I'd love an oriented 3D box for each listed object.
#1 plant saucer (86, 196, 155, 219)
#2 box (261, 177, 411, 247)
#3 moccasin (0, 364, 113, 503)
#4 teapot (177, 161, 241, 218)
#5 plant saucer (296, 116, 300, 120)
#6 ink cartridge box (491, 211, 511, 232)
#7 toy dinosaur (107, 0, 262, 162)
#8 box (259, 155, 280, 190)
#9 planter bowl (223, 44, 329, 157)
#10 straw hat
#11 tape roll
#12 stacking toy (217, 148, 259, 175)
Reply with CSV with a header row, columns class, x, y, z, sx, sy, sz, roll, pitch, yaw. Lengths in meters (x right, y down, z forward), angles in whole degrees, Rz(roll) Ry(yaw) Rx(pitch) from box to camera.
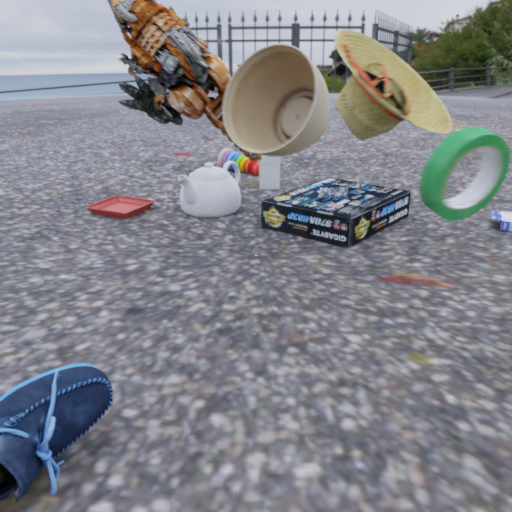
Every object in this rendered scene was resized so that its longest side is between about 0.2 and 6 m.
class,x,y,z,sx,sy,sz,roll,pitch,yaw
plant saucer,-3.514,-1.256,14.593,1.291,0.237,1.294,10,24,23
box,1.993,-1.165,13.663,2.453,0.710,3.086,16,26,35
moccasin,-2.373,2.007,5.289,0.874,1.032,2.564,15,39,43
teapot,-1.174,-1.800,14.569,1.708,1.264,1.731,-3,20,-8
plant saucer,0.383,-3.063,12.071,1.156,1.156,0.290,8,34,19
ink cartridge box,6.312,-0.780,13.270,1.439,0.302,0.859,11,23,18
toy dinosaur,-1.605,-3.793,12.320,2.374,4.648,3.155,-29,25,-16
box,0.400,-2.721,16.930,0.628,1.288,0.801,0,21,0
planter bowl,0.540,-2.627,10.052,1.903,1.903,1.281,15,4,34
straw hat,2.543,-3.328,12.226,3.385,1.433,3.385,25,39,-22
tape roll,2.940,-1.143,7.895,1.321,1.321,0.318,-10,36,-25
stacking toy,-0.470,-3.098,18.948,1.703,0.727,0.727,24,31,32
